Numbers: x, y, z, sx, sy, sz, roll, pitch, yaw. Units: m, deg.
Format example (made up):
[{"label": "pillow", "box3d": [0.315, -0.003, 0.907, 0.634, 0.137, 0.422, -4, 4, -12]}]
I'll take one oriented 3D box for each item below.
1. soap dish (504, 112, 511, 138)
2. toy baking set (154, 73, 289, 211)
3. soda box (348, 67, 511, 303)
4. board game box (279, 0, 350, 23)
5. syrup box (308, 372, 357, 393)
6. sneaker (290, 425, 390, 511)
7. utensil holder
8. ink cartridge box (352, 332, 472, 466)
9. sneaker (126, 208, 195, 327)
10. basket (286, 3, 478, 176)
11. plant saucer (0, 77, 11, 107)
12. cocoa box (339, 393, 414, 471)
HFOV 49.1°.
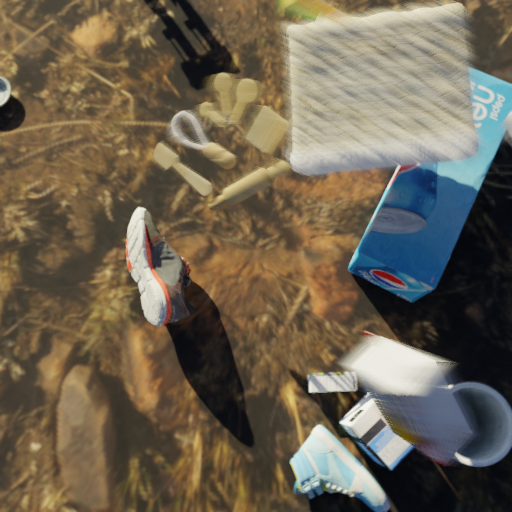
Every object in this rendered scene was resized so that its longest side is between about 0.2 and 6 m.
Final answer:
[{"label": "soap dish", "box3d": [4.082, -1.966, 8.094, 0.357, 0.879, 0.691, -4, 66, -22]}, {"label": "toy baking set", "box3d": [-0.598, -1.869, 9.674, 2.702, 0.314, 2.074, -30, 78, 33]}, {"label": "soda box", "box3d": [3.522, -1.461, 11.129, 1.532, 1.449, 4.515, 27, 76, 7]}, {"label": "board game box", "box3d": [0.954, -4.188, 9.512, 0.996, 2.086, 0.313, 24, 108, -18]}, {"label": "syrup box", "box3d": [1.452, 2.413, 10.681, 0.888, 0.350, 0.362, -3, 75, -1]}, {"label": "sneaker", "box3d": [1.390, 4.122, 10.059, 1.206, 0.735, 1.848, -42, 70, -12]}, {"label": "utensil holder", "box3d": [3.582, 2.948, 9.916, 1.329, 1.563, 1.329, 0, 75, -1]}, {"label": "ink cartridge box", "box3d": [2.192, 2.078, 8.346, 0.694, 1.453, 1.655, -42, 118, -16]}, {"label": "sneaker", "box3d": [-1.874, 0.206, 11.137, 1.034, 0.973, 2.525, -3, 65, -34]}, {"label": "basket", "box3d": [1.984, -2.478, 9.026, 2.707, 2.683, 2.177, -2, 97, 13]}, {"label": "plant saucer", "box3d": [-5.769, -3.549, 12.318, 0.810, 0.203, 0.810, 0, 75, -1]}, {"label": "cocoa box", "box3d": [2.228, 3.017, 9.920, 0.999, 1.499, 0.983, -42, 79, -9]}]
